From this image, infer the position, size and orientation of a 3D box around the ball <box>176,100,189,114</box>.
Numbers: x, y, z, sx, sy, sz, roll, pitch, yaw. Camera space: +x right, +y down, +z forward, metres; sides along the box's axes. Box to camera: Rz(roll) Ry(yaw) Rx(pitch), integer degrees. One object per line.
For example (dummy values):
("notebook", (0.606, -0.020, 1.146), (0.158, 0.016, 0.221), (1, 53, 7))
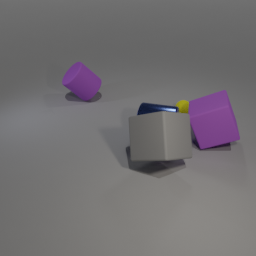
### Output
("ball", (2.434, -0.881, 12.355), (0.700, 0.700, 0.700), (0, 29, 0))

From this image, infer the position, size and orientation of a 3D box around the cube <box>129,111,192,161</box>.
("cube", (1.012, 0.291, 8.743), (1.400, 1.400, 1.400), (-7, -6, 44))

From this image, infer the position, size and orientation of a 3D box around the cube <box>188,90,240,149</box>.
("cube", (3.082, -0.310, 10.128), (1.400, 1.400, 1.400), (-17, 24, 23))

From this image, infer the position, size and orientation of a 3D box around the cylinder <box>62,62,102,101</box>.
("cylinder", (-2.270, -2.292, 13.818), (1.400, 1.400, 1.400), (-30, 40, 29))

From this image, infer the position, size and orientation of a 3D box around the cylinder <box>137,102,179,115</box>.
("cylinder", (1.127, -0.196, 10.582), (1.400, 1.400, 1.400), (9, 30, 16))
